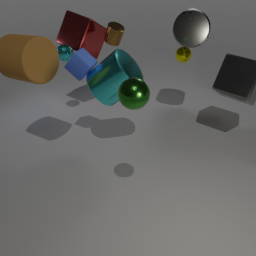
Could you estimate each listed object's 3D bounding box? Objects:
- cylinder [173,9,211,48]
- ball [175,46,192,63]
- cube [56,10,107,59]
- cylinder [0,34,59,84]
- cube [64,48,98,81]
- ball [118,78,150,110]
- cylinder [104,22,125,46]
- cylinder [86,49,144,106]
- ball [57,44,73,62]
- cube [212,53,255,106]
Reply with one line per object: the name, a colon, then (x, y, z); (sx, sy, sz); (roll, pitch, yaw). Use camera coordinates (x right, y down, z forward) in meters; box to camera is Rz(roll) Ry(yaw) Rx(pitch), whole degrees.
cylinder: (2.558, -3.987, 11.196); (1.400, 1.400, 1.400); (7, 22, 12)
ball: (2.412, -3.194, 12.196); (0.700, 0.700, 0.700); (0, 30, 0)
cube: (-1.964, -3.988, 12.095); (1.400, 1.400, 1.400); (29, 12, 25)
cylinder: (-3.116, -2.142, 8.656); (1.400, 1.400, 1.400); (15, 33, 30)
cube: (-1.590, -2.161, 9.513); (0.700, 0.700, 0.700); (42, 31, -9)
ball: (0.128, -0.744, 6.106); (0.700, 0.700, 0.700); (0, 30, 0)
cylinder: (-0.564, -3.814, 11.358); (0.700, 0.700, 0.700); (13, 47, -14)
cylinder: (-0.435, -1.679, 9.423); (1.400, 1.400, 1.400); (-33, 17, 29)
ball: (-2.550, -3.024, 11.268); (0.700, 0.700, 0.700); (0, 30, 0)
cube: (4.268, -1.813, 10.637); (1.400, 1.400, 1.400); (26, 9, 31)
